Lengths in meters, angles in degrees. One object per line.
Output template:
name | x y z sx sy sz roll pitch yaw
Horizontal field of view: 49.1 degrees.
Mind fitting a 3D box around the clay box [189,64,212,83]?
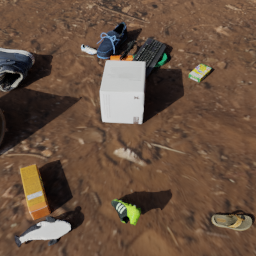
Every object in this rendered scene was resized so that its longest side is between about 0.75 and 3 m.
clay box | 3.207 -2.452 12.412 0.579 0.240 1.009 33 56 26

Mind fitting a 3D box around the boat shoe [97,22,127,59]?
boat shoe | -0.828 -4.367 13.660 1.096 0.894 2.605 16 50 8

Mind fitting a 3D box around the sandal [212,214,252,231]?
sandal | 2.923 2.585 7.821 1.109 0.300 0.446 5 48 4

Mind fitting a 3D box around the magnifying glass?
magnifying glass | 0.504 -3.243 13.130 2.630 0.295 1.047 -1 51 -3

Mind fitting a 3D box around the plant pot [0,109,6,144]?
plant pot | -5.837 -0.237 9.108 2.503 2.528 2.528 24 52 31

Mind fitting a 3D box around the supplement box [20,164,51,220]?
supplement box | -2.771 1.857 8.328 0.547 0.529 1.589 -19 51 -17

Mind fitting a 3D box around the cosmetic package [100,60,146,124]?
cosmetic package | -0.141 -1.363 10.540 1.549 1.548 1.877 3 47 3

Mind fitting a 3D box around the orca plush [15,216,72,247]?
orca plush | -2.290 2.820 7.631 1.444 0.513 0.760 -26 97 -16

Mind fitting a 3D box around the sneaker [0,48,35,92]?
sneaker | -5.662 -2.527 11.899 2.873 1.092 2.076 0 45 -1

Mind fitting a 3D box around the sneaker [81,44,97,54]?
sneaker | -1.891 -3.815 13.598 0.894 0.324 0.321 22 51 17

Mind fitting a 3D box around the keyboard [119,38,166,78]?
keyboard | 0.516 -3.321 12.863 1.776 0.288 2.796 19 53 15

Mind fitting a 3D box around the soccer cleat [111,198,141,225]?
soccer cleat | -0.134 2.288 7.684 1.311 0.443 0.531 -3 60 58

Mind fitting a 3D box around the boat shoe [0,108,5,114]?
boat shoe | -5.213 -0.767 10.818 0.940 0.347 0.355 20 51 17
